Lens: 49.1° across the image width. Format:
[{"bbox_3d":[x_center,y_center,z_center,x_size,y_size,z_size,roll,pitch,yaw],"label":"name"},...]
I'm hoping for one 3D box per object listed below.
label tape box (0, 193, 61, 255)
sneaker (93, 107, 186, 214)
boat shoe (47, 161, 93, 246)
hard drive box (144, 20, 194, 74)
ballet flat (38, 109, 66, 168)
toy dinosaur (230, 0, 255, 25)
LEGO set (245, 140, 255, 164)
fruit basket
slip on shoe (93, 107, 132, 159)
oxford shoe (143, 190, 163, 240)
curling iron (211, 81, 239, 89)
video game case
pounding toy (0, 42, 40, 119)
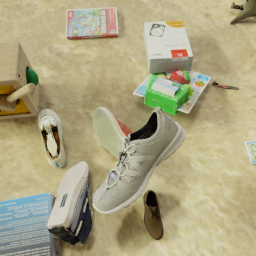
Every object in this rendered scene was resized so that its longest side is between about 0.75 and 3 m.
[{"bbox_3d":[-2.775,3.144,7.439,1.776,0.819,2.479,-9,68,-3],"label":"label tape box"},{"bbox_3d":[0.072,0.670,6.372,2.733,1.121,1.021,-49,32,-14],"label":"sneaker"},{"bbox_3d":[-1.433,2.136,7.964,0.878,1.090,2.352,-17,35,27],"label":"boat shoe"},{"bbox_3d":[1.407,-2.947,10.113,1.508,0.743,1.935,-5,58,-2],"label":"hard drive box"},{"bbox_3d":[-2.401,0.194,8.847,0.732,0.677,2.170,-19,67,-9],"label":"ballet flat"},{"bbox_3d":[4.981,-5.007,11.056,1.345,1.012,2.631,34,67,22],"label":"toy dinosaur"},{"bbox_3d":[4.774,1.384,8.378,1.851,0.608,2.478,-6,66,1],"label":"LEGO set"},{"bbox_3d":[1.523,-1.495,9.426,1.988,1.006,2.146,24,57,21],"label":"fruit basket"},{"bbox_3d":[-0.226,0.315,8.780,0.804,0.974,2.628,-7,45,-50],"label":"slip on shoe"},{"bbox_3d":[0.690,2.426,7.886,0.505,0.587,1.390,-10,67,-7],"label":"oxford shoe"},{"bbox_3d":[3.450,-1.500,9.923,0.973,0.124,0.241,12,65,5],"label":"curling iron"},{"bbox_3d":[-1.416,-4.167,11.114,2.026,0.177,1.448,-4,66,-1],"label":"video game case"},{"bbox_3d":[-3.803,-1.210,8.465,2.738,2.521,1.947,-6,66,-3],"label":"pounding toy"}]
